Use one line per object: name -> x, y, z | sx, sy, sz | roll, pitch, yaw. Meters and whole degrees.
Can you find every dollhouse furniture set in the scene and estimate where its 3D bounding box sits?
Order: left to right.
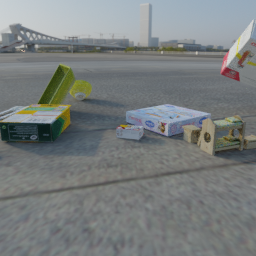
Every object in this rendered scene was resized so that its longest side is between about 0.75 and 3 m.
dollhouse furniture set -> 2.916, -0.010, 8.767 | 1.808, 1.005, 1.599 | -7, 18, -21

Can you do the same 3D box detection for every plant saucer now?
plant saucer -> -3.243, -1.667, 12.799 | 0.588, 2.454, 2.458 | 29, 3, -29

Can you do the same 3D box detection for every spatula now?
spatula -> -5.013, -0.669, 12.471 | 1.517, 0.175, 2.181 | 6, 22, 19

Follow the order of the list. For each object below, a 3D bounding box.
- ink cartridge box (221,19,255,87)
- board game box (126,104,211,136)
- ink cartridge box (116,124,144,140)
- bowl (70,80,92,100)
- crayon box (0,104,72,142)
ink cartridge box -> 3.796, -2.133, 8.289 | 1.340, 0.770, 1.846 | 21, -22, 1
board game box -> 1.540, -0.379, 10.876 | 2.335, 0.482, 2.340 | -12, 21, -35
ink cartridge box -> 0.090, 0.104, 9.543 | 0.815, 0.342, 0.716 | 5, 17, 17
bowl -> -2.647, -1.978, 15.506 | 1.314, 1.314, 0.707 | -2, 60, -6
crayon box -> -3.128, -0.241, 10.072 | 1.691, 0.694, 2.689 | 1, 18, 4
